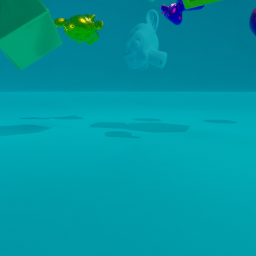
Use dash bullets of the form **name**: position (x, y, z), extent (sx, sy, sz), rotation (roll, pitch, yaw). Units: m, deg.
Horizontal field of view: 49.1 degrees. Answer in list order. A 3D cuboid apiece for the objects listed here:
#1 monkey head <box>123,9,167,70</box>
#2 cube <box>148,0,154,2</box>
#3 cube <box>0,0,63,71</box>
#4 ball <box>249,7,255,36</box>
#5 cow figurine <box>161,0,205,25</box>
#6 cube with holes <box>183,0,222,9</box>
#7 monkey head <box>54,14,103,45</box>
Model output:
- **monkey head**: position (0.396, -1.567, 5.513), extent (0.939, 1.305, 0.786), rotation (24, 44, 12)
- **cube**: position (0.418, -3.529, 6.120), extent (0.874, 0.874, 0.874), rotation (26, -23, 2)
- **cube**: position (-2.315, -2.205, 5.937), extent (1.191, 1.191, 1.191), rotation (-36, -13, -8)
- **ball**: position (3.790, -2.892, 7.484), extent (1.016, 1.016, 1.016), rotation (0, 8, 0)
- **cow figurine**: position (1.562, -3.538, 7.740), extent (0.717, 1.307, 1.286), rotation (22, -2, -34)
- **cube with holes**: position (1.762, -3.454, 5.679), extent (1.268, 1.268, 1.268), rotation (4, 49, 41)
- **monkey head**: position (-1.398, -3.183, 8.621), extent (1.599, 1.150, 0.963), rotation (9, -12, 13)
